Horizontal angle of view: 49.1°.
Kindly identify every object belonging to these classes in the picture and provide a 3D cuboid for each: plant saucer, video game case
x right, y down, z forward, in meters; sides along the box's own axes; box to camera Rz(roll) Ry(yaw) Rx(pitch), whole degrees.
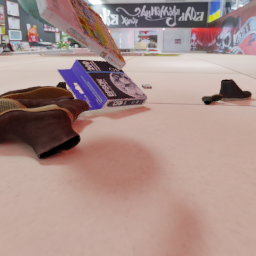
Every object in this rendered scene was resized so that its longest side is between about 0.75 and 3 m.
[{"bbox_3d":[-2.428,-3.761,9.079,2.611,0.503,2.611,13,-5,1],"label":"plant saucer"},{"bbox_3d":[-1.089,-2.380,5.961,2.009,0.253,2.208,25,31,-44],"label":"video game case"}]

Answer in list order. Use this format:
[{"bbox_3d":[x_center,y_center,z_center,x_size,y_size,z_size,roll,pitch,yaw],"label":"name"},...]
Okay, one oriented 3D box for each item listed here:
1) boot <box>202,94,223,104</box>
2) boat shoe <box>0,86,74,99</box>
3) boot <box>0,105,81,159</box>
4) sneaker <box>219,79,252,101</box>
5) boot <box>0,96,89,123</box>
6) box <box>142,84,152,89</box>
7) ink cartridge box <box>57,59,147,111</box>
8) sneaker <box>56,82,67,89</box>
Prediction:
[{"bbox_3d":[3.650,-1.185,12.022,0.892,0.346,0.617,-10,21,12],"label":"boot"},{"bbox_3d":[-3.494,-1.142,10.700,2.849,1.003,1.002,-3,22,-9],"label":"boat shoe"},{"bbox_3d":[-2.519,0.169,7.143,2.286,0.827,1.901,-22,38,-17],"label":"boot"},{"bbox_3d":[4.932,-1.757,12.671,1.760,0.935,0.658,-8,20,-22],"label":"sneaker"},{"bbox_3d":[-2.787,-0.625,9.291,2.506,0.907,2.084,15,25,13],"label":"boot"},{"bbox_3d":[1.038,-2.323,15.651,0.425,0.134,0.772,-2,19,-7],"label":"box"},{"bbox_3d":[-1.058,-1.823,11.375,2.786,0.605,2.760,-10,48,-38],"label":"ink cartridge box"},{"bbox_3d":[-3.545,-1.971,13.863,1.115,0.592,0.417,-17,25,-42],"label":"sneaker"}]
